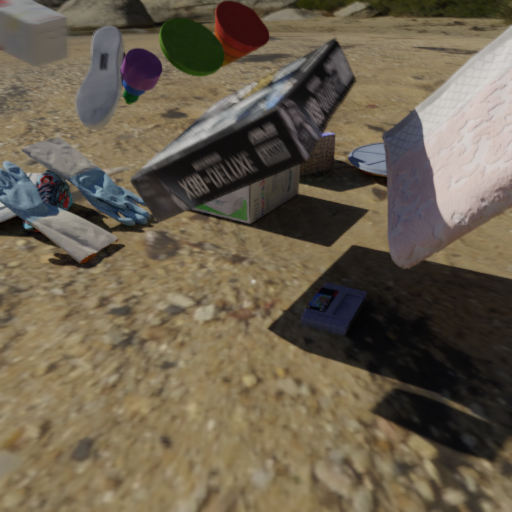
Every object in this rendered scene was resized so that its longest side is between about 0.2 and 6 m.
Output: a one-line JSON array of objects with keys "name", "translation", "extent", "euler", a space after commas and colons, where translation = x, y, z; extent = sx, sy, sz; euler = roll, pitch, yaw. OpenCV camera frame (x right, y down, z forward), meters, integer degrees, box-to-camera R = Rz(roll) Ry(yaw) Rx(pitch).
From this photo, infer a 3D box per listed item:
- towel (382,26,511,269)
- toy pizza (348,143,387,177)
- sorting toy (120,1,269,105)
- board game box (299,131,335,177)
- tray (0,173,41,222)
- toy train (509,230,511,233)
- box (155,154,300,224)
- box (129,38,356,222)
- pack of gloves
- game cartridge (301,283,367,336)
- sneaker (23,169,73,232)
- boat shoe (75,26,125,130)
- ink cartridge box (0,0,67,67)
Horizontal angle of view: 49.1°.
[{"name": "towel", "translation": [3.312, -1.832, 8.273], "extent": [0.563, 3.491, 3.334], "euler": [33, 40, -24]}, {"name": "toy pizza", "translation": [3.996, -2.542, 15.425], "extent": [2.918, 0.462, 2.918], "euler": [-1, 27, 1]}, {"name": "sorting toy", "translation": [-1.065, -3.160, 9.137], "extent": [1.061, 1.054, 3.060], "euler": [49, 52, 1]}, {"name": "board game box", "translation": [0.918, -3.052, 15.780], "extent": [1.674, 1.017, 2.099], "euler": [-16, 31, -28]}, {"name": "tray", "translation": [-5.696, -1.347, 12.906], "extent": [1.306, 0.270, 2.432], "euler": [-21, 29, 0]}, {"name": "toy train", "translation": [5.852, -0.173, 10.732], "extent": [0.990, 0.725, 1.712], "euler": [0, 26, -23]}, {"name": "box", "translation": [-0.637, -1.979, 13.439], "extent": [2.660, 1.286, 2.347], "euler": [15, 31, 27]}, {"name": "box", "translation": [-0.072, -2.255, 9.742], "extent": [2.940, 0.928, 3.728], "euler": [-17, 25, 33]}, {"name": "pack of gloves", "translation": [-4.123, -1.169, 12.145], "extent": [3.305, 0.652, 2.777], "euler": [35, 35, 10]}, {"name": "game cartridge", "translation": [1.294, 0.841, 9.255], "extent": [0.785, 0.233, 1.211], "euler": [16, 32, 20]}, {"name": "sneaker", "translation": [-4.664, -1.286, 12.363], "extent": [0.886, 1.067, 2.233], "euler": [-5, 28, -9]}, {"name": "boat shoe", "translation": [-2.767, -3.211, 10.370], "extent": [0.750, 0.619, 2.185], "euler": [3, 69, 5]}, {"name": "ink cartridge box", "translation": [-3.373, -3.333, 8.328], "extent": [0.908, 0.657, 0.660], "euler": [29, 42, 16]}]
